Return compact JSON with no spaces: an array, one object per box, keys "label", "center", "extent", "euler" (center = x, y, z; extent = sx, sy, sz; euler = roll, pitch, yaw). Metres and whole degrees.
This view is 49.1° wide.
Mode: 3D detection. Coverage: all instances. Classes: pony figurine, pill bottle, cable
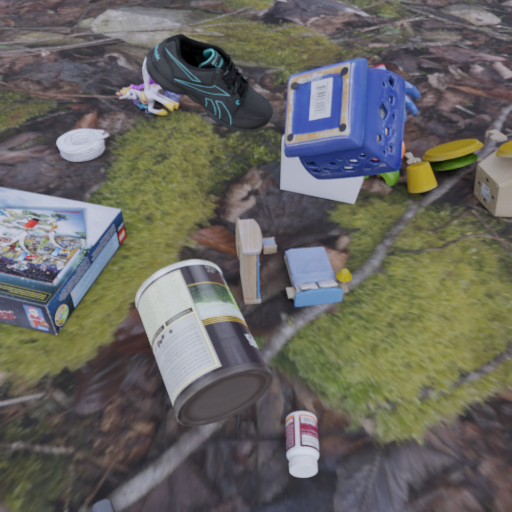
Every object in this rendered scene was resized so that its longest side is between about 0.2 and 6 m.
[{"label":"pony figurine","center":[-2.793,-4.444,15.020],"extent":[1.558,1.297,1.504],"euler":[18,53,-2]},{"label":"pill bottle","center":[0.630,2.571,7.648],"extent":[0.444,0.444,0.778],"euler":[1,43,1]},{"label":"cable","center":[-4.213,-2.678,13.506],"extent":[1.087,0.376,1.087],"euler":[15,46,17]}]

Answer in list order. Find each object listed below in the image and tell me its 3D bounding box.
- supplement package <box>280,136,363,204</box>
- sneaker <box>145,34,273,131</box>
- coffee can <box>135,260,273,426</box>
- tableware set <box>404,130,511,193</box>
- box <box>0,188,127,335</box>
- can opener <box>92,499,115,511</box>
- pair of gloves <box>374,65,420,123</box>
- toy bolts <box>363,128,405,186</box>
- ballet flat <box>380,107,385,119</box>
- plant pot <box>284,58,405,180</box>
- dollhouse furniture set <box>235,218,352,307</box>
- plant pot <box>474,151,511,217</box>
[{"label":"supplement package","center":[1.465,-2.045,12.086],"extent":[1.698,1.323,0.942],"euler":[14,44,15]},{"label":"sneaker","center":[-0.627,-2.823,9.243],"extent":[2.358,0.935,0.889],"euler":[20,65,-28]},{"label":"coffee can","center":[-0.677,1.044,6.870],"extent":[1.206,1.206,1.647],"euler":[-17,55,-18]},{"label":"tableware set","center":[5.262,-2.144,11.779],"extent":[4.215,0.647,2.839],"euler":[-13,17,15]},{"label":"box","center":[-4.823,-0.140,10.405],"extent":[3.948,0.744,2.696],"euler":[11,43,12]},{"label":"can opener","center":[-1.736,3.641,6.493],"extent":[0.515,0.411,1.541],"euler":[-17,44,-19]},{"label":"pair of gloves","center":[2.698,-3.881,14.402],"extent":[2.737,0.312,2.201],"euler":[-24,52,2]},{"label":"toy bolts","center":[2.483,-2.774,12.844],"extent":[2.002,1.389,1.913],"euler":[15,44,16]},{"label":"ballet flat","center":[3.135,-3.727,14.547],"extent":[0.557,0.557,1.603],"euler":[-26,48,-26]},{"label":"plant pot","center":[1.203,-1.963,8.030],"extent":[1.434,1.434,1.289],"euler":[0,-8,38]},{"label":"dollhouse furniture set","center":[0.638,-0.149,10.063],"extent":[1.898,1.239,1.792],"euler":[-4,43,-6]},{"label":"plant pot","center":[5.293,-1.525,11.675],"extent":[1.115,1.260,1.258],"euler":[-17,44,-4]}]
